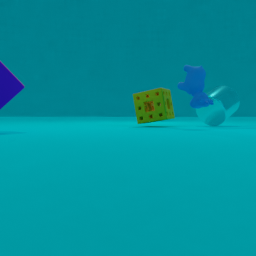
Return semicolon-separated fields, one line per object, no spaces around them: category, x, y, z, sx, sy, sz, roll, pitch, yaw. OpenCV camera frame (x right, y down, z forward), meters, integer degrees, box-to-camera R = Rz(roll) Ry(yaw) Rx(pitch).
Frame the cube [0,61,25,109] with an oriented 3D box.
cube;-2.779;-0.954;5.606;0.820;0.820;0.820;36;-13;37

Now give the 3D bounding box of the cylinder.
cylinder;2.958;-0.742;9.244;1.055;1.055;1.055;3;27;47

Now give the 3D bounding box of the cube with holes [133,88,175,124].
cube with holes;0.836;-0.683;8.915;0.949;0.949;0.949;-10;-1;25

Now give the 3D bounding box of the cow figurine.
cow figurine;1.816;-1.065;7.266;0.595;1.083;1.066;3;19;-41
